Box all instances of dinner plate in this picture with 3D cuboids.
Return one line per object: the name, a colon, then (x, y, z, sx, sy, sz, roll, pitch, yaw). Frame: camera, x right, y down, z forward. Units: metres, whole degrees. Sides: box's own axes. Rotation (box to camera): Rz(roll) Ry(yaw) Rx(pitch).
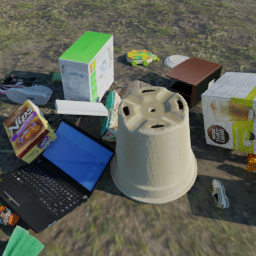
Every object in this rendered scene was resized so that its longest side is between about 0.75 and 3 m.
dinner plate: (2.844, -3.728, 15.613, 1.646, 0.200, 1.646, 1, 41, -1)

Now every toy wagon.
toy wagon: (0.843, -3.992, 15.766, 1.822, 0.361, 1.414, -1, 41, -1)

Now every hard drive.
hard drive: (-1.817, -0.776, 10.823, 1.854, 0.244, 1.223, 3, 19, -19)

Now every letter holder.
letter holder: (2.972, -2.224, 13.109, 1.727, 1.222, 2.430, 29, 48, 31)

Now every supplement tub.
supplement tub: (-3.629, 2.512, 8.179, 0.833, 0.510, 0.510, 15, 43, 16)

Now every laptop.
laptop: (-2.385, 1.244, 8.787, 2.652, 1.545, 2.992, 28, 34, 30)

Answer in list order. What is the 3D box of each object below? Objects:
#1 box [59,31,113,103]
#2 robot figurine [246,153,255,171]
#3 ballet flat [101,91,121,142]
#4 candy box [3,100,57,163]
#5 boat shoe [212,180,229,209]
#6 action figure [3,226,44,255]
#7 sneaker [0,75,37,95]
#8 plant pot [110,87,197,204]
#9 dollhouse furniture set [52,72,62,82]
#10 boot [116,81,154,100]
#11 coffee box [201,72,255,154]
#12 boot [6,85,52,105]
box: (-1.739, -2.511, 12.433, 1.365, 2.492, 2.824, 12, 42, 12)
robot figurine: (5.052, 1.289, 9.475, 1.902, 0.554, 1.379, 16, 33, 18)
ballet flat: (-0.552, -0.425, 11.432, 0.867, 1.026, 2.712, 25, 42, -18)
candy box: (-3.682, 0.054, 10.336, 1.380, 0.668, 2.366, -44, 44, -3)
boat shoe: (2.835, 2.050, 8.815, 0.343, 0.375, 1.004, 0, 41, -9)
action figure: (-2.924, 3.578, 6.715, 0.569, 1.229, 2.081, -5, 44, 31)
sneaker: (-5.256, -2.181, 13.364, 1.827, 0.789, 0.734, -21, 47, -23)
plant pot: (0.767, 0.365, 8.744, 2.985, 2.732, 2.985, -3, 46, 3)
dollhouse furniture set: (-3.285, -2.787, 14.200, 1.191, 0.598, 0.780, -3, 41, -3)
boot: (0.188, -1.095, 12.178, 1.893, 0.909, 2.589, 7, 47, 22)
coffee box: (4.148, -0.619, 10.183, 2.104, 2.125, 2.128, 13, 39, 39)
boot: (-4.478, -1.583, 12.858, 1.939, 0.713, 0.927, 11, 35, 0)
